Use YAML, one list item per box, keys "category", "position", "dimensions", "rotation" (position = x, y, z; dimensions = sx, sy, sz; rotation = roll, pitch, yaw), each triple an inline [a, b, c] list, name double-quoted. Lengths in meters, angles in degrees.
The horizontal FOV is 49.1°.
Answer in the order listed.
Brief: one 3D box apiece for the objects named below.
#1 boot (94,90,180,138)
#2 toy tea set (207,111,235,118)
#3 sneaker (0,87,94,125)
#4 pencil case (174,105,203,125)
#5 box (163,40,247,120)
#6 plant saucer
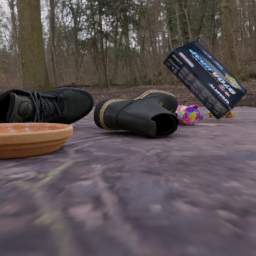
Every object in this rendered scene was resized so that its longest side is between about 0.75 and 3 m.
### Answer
- category: "boot"
  position: [0.756, -0.263, 6.379]
  dimensions: [2.546, 0.986, 1.761]
  rotation: [-19, 22, -39]
- category: "toy tea set"
  position: [4.237, -0.698, 12.813]
  dimensions: [1.223, 0.453, 0.727]
  rotation: [3, 6, 28]
- category: "sneaker"
  position: [-2.107, -0.459, 6.986]
  dimensions: [2.828, 1.081, 1.620]
  rotation: [-5, 8, -22]
- category: "pencil case"
  position: [1.778, -0.440, 9.008]
  dimensions: [0.654, 0.654, 1.481]
  rotation: [-1, 5, -16]
- category: "box"
  position: [2.925, -1.893, 10.398]
  dimensions: [2.299, 2.893, 0.665]
  rotation: [-34, -11, -48]
- category: "plant saucer"
  position: [-1.708, 0.149, 3.992]
  dimensions: [1.820, 0.341, 1.820]
  rotation: [0, 4, 0]
